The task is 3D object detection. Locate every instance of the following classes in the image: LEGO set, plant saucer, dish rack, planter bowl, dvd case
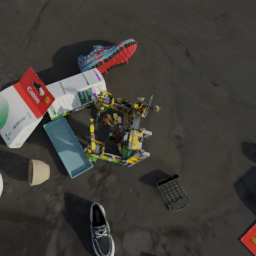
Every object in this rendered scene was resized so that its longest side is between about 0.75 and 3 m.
[{"bbox_3d":[-0.189,-0.091,8.882,2.124,1.601,2.763,25,61,-15],"label":"LEGO set"},{"bbox_3d":[-2.098,0.635,9.721,0.812,0.220,2.324,-29,66,-15],"label":"plant saucer"},{"bbox_3d":[1.478,2.080,8.916,0.806,0.287,1.051,-23,65,-11],"label":"dish rack"},{"bbox_3d":[-2.852,1.428,9.034,0.554,0.824,0.824,3,59,-28],"label":"planter bowl"},{"bbox_3d":[-0.252,0.166,10.037,0.754,0.083,0.551,16,63,8],"label":"dvd case"}]

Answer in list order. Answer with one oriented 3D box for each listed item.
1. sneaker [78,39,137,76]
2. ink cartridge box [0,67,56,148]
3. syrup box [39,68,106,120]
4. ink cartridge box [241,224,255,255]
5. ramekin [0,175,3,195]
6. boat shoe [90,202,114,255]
[{"bbox_3d":[-0.862,-3.021,11.193,2.613,1.036,1.248,-32,65,-16],"label":"sneaker"},{"bbox_3d":[-3.737,-0.745,9.622,2.283,0.572,1.837,-49,67,17],"label":"ink cartridge box"},{"bbox_3d":[-1.949,-1.260,10.240,2.250,0.886,0.916,-22,50,-11],"label":"syrup box"},{"bbox_3d":[5.161,3.165,8.137,2.865,0.718,2.306,-35,67,-18],"label":"ink cartridge box"},{"bbox_3d":[-4.905,1.835,8.656,2.064,0.961,2.064,0,62,0],"label":"ramekin"},{"bbox_3d":[-0.800,3.025,8.249,0.602,0.569,1.678,-10,63,-5],"label":"boat shoe"}]
